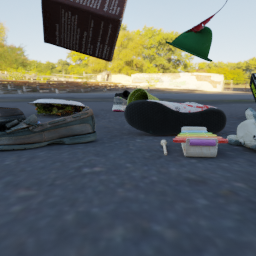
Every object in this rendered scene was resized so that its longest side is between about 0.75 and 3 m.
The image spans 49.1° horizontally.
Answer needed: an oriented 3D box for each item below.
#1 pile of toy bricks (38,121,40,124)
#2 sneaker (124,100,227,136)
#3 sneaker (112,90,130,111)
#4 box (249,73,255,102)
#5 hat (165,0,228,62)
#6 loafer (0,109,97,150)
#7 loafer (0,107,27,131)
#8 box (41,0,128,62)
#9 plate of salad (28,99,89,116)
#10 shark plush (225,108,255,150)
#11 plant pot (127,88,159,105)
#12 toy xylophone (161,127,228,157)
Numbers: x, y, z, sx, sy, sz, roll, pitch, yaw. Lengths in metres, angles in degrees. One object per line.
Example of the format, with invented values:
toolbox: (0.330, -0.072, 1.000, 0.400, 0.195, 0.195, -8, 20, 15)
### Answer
pile of toy bricks: (-2.197, 0.103, 6.635, 0.404, 0.454, 0.818, 39, 1, 4)
sneaker: (1.163, -0.297, 7.525, 2.567, 0.857, 1.376, 3, 7, -3)
sneaker: (0.117, -1.420, 14.314, 0.872, 1.034, 2.365, 7, 11, 41)
box: (6.029, -1.125, 9.899, 2.830, 0.672, 2.733, 1, 34, 10)
hat: (2.148, -2.908, 8.081, 1.498, 1.592, 1.808, 2, 29, -41)
loafer: (-1.796, -0.014, 5.911, 2.335, 0.734, 0.839, -5, 10, -28)
loafer: (-3.343, -0.245, 5.459, 1.039, 1.032, 2.854, -33, -13, 31)
box: (-1.173, -3.341, 8.073, 2.116, 1.755, 1.737, 15, -28, -6)
plate of salad: (-2.919, -0.822, 11.859, 2.528, 0.607, 2.528, 3, -1, 0)
shark plush: (2.607, 0.163, 5.319, 0.785, 0.857, 1.886, 31, 5, 0)
plant pot: (0.755, -1.017, 11.872, 1.182, 1.182, 1.087, 8, 1, 42)
toy xylophone: (1.186, 0.258, 5.337, 1.081, 0.371, 1.477, -1, 8, -1)
